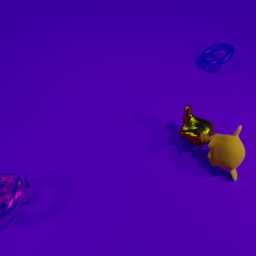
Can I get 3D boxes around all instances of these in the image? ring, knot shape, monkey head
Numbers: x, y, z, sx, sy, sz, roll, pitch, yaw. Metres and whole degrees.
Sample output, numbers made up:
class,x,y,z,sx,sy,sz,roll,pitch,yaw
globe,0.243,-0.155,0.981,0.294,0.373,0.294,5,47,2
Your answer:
class,x,y,z,sx,sy,sz,roll,pitch,yaw
ring,3.446,-2.846,10.967,1.410,0.282,1.410,-20,38,16
knot shape,-2.882,1.588,6.471,1.604,0.792,1.714,-7,15,45
monkey head,2.027,-0.078,8.135,0.975,1.165,1.619,8,15,28
monkey head,2.720,0.601,7.579,0.898,1.490,1.072,8,15,33
